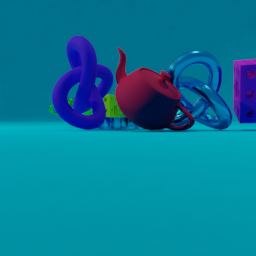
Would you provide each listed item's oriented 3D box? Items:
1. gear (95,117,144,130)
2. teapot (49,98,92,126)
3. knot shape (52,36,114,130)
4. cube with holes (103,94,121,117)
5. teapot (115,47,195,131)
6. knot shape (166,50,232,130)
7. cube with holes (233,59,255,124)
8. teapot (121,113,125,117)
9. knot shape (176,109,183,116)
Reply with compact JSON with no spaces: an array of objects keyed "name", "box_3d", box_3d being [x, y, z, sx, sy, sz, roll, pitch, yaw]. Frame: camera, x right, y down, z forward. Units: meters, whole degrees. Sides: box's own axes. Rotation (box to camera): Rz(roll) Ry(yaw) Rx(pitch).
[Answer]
[{"name":"gear","box_3d":[-0.154,-0.119,7.006,1.539,0.285,1.539,0,1,0]},{"name":"teapot","box_3d":[-1.557,-0.433,8.462,1.636,0.801,1.017,14,2,-15]},{"name":"knot shape","box_3d":[-0.899,-0.907,6.280,0.906,1.961,1.835,0,-5,12]},{"name":"cube with holes","box_3d":[-0.883,-0.576,9.414,1.022,1.022,1.022,1,4,18]},{"name":"teapot","box_3d":[0.398,-0.673,5.342,2.071,1.014,1.288,42,29,12]},{"name":"knot shape","box_3d":[1.458,-0.569,5.940,1.695,1.811,0.837,40,38,9]},{"name":"cube with holes","box_3d":[2.886,-0.822,5.859,1.162,1.162,1.162,-1,17,15]},{"name":"teapot","box_3d":[0.110,-0.407,9.905,0.765,0.603,1.231,17,31,-7]},{"name":"knot shape","box_3d":[1.125,-0.501,8.725,1.689,0.780,1.580,24,16,37]}]
